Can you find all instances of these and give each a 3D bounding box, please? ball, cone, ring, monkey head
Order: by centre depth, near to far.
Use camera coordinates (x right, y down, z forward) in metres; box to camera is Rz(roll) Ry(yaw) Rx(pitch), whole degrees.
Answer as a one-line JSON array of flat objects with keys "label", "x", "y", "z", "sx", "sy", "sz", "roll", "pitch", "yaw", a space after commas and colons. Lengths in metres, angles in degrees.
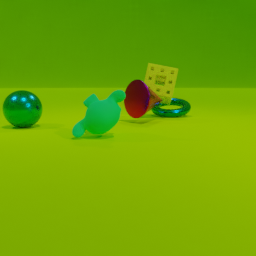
[{"label": "monkey head", "x": -0.645, "y": -0.359, "z": 5.995, "sx": 1.370, "sy": 0.985, "sz": 0.825, "roll": -40, "pitch": -12, "yaw": 2}, {"label": "ball", "x": -2.749, "y": -0.496, "z": 7.329, "sx": 0.984, "sy": 0.984, "sz": 0.984, "roll": 0, "pitch": 9, "yaw": 0}, {"label": "cone", "x": 0.655, "y": -0.849, "z": 8.425, "sx": 1.123, "sy": 1.119, "sz": 1.119, "roll": -2, "pitch": 8, "yaw": -39}, {"label": "ring", "x": 1.536, "y": -0.748, "z": 10.081, "sx": 1.433, "sy": 0.287, "sz": 1.433, "roll": -3, "pitch": 25, "yaw": 2}]

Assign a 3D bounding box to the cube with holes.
[{"label": "cube with holes", "x": 1.069, "y": -1.470, "z": 9.500, "sx": 0.994, "sy": 0.994, "sz": 0.994, "roll": 12, "pitch": -7, "yaw": 6}]
